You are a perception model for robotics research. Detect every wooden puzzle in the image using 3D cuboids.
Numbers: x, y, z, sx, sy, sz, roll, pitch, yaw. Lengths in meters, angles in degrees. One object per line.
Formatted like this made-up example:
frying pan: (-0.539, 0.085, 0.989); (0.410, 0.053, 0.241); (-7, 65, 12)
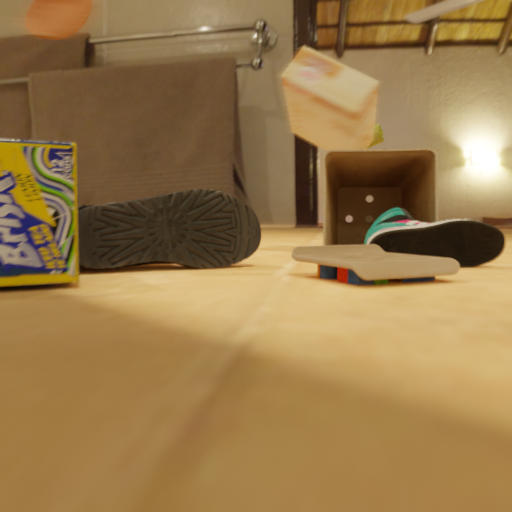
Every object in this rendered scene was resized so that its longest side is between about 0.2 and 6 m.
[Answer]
wooden puzzle: (1.423, 0.142, 6.970); (1.481, 0.370, 1.599); (-2, 9, -25)

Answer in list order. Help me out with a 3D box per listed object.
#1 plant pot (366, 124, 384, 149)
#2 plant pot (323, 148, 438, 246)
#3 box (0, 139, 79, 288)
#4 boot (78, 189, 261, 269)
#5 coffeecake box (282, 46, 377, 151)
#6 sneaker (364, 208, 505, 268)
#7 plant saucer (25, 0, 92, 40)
plant pot: (2.745, -2.893, 13.553); (0.608, 0.661, 0.661); (-14, -2, 24)
plant pot: (2.200, -0.795, 10.412); (1.948, 1.950, 1.727); (0, -5, 5)
box: (-3.536, -0.556, 7.648); (1.462, 1.593, 4.546); (-3, 4, -28)
boot: (-2.002, -0.381, 9.565); (2.986, 1.189, 3.623); (0, -1, -26)
coffeecake box: (1.542, -3.035, 11.605); (1.696, 0.807, 2.210); (33, -9, 17)
sneaker: (2.718, -0.279, 8.992); (2.116, 0.885, 1.278); (-1, 18, -1)
plant saucer: (-2.745, -3.381, 7.849); (0.988, 0.988, 0.185); (1, -25, 14)
